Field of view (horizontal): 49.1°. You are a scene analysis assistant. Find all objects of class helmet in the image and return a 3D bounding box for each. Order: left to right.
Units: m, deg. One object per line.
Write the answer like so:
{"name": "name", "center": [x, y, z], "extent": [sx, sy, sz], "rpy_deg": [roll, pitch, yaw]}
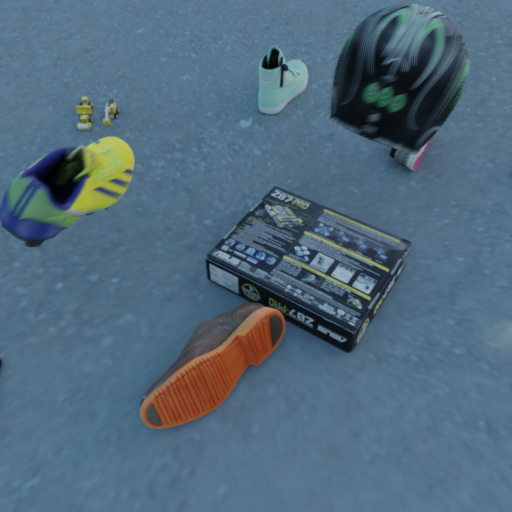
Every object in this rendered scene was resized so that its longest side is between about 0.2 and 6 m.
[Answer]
{"name": "helmet", "center": [2.554, -3.213, 9.946], "extent": [2.472, 2.357, 2.472], "rpy_deg": [20, 19, -7]}

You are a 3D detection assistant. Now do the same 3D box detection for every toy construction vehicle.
{"name": "toy construction vehicle", "center": [-3.980, -3.587, 13.863], "extent": [1.015, 0.410, 1.165], "rpy_deg": [0, 47, 0]}

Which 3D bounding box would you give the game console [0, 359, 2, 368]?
{"name": "game console", "center": [-4.713, 1.900, 8.620], "extent": [1.202, 0.699, 1.057], "rpy_deg": [-4, 48, -4]}

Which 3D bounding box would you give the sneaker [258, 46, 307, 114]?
{"name": "sneaker", "center": [0.757, -4.791, 14.307], "extent": [0.869, 1.392, 2.360], "rpy_deg": [16, 48, 16]}

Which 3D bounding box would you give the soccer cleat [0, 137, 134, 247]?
{"name": "soccer cleat", "center": [-2.722, -1.302, 8.940], "extent": [1.051, 1.359, 3.250], "rpy_deg": [38, 34, -4]}

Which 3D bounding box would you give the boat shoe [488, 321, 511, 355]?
{"name": "boat shoe", "center": [3.277, 0.672, 5.763], "extent": [1.705, 0.628, 0.547], "rpy_deg": [-24, 74, 11]}

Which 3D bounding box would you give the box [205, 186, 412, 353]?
{"name": "box", "center": [0.963, 0.091, 10.260], "extent": [3.011, 0.739, 2.427], "rpy_deg": [25, 54, 21]}

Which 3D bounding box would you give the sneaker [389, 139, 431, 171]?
{"name": "sneaker", "center": [3.596, -2.730, 12.893], "extent": [0.794, 0.670, 1.816], "rpy_deg": [25, 56, 13]}

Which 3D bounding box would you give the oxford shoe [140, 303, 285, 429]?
{"name": "oxford shoe", "center": [-0.789, 1.660, 8.851], "extent": [2.727, 0.972, 0.994], "rpy_deg": [-32, 35, -31]}
